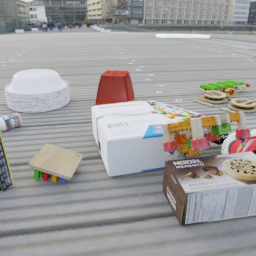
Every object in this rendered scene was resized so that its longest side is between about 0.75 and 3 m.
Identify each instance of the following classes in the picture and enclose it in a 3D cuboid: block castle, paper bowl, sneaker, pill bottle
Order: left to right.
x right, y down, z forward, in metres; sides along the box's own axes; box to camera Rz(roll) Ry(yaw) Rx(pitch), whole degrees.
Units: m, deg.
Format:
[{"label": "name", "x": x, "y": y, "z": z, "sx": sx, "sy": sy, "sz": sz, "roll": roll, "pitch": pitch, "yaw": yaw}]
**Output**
[{"label": "pill bottle", "x": -4.693, "y": -0.209, "z": 10.885, "sx": 0.542, "sy": 0.542, "sz": 0.952, "roll": 21, "pitch": 32, "yaw": 38}, {"label": "paper bowl", "x": -4.345, "y": -1.913, "z": 13.503, "sx": 2.954, "sy": 1.536, "sz": 2.954, "roll": 1, "pitch": 24, "yaw": -1}, {"label": "block castle", "x": 1.896, "y": 0.199, "z": 6.863, "sx": 1.995, "sy": 0.936, "sz": 1.333, "roll": -9, "pitch": -1, "yaw": -36}, {"label": "sneaker", "x": 4.359, "y": 0.642, "z": 8.642, "sx": 2.963, "sy": 1.141, "sz": 1.258, "roll": -16, "pitch": 38, "yaw": -14}]

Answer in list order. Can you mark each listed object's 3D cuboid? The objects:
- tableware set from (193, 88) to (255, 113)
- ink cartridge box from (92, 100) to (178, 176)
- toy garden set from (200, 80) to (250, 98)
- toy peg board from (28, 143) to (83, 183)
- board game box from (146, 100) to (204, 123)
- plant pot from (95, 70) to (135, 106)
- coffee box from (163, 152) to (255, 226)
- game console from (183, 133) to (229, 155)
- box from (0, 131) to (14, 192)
[{"label": "tableware set", "x": 4.851, "y": -1.418, "z": 13.527, "sx": 1.900, "sy": 0.576, "sz": 2.875, "roll": -19, "pitch": 30, "yaw": -35}, {"label": "ink cartridge box", "x": 0.077, "y": 0.182, "z": 9.145, "sx": 2.111, "sy": 1.229, "sz": 2.919, "roll": -6, "pitch": 25, "yaw": -14}, {"label": "toy garden set", "x": 5.454, "y": -2.117, "z": 15.218, "sx": 2.366, "sy": 0.472, "sz": 1.973, "roll": -12, "pitch": 22, "yaw": -28}, {"label": "toy peg board", "x": -2.067, "y": 1.123, "z": 8.076, "sx": 1.187, "sy": 0.583, "sz": 1.192, "roll": 18, "pitch": 27, "yaw": 1}, {"label": "board game box", "x": 1.411, "y": -0.442, "z": 11.445, "sx": 2.813, "sy": 0.487, "sz": 1.776, "roll": 21, "pitch": 32, "yaw": 39}, {"label": "plant pot", "x": -0.616, "y": -1.982, "z": 13.704, "sx": 1.674, "sy": 1.477, "sz": 1.676, "roll": 4, "pitch": 25, "yaw": 10}, {"label": "coffee box", "x": 2.205, "y": 1.394, "z": 6.765, "sx": 2.426, "sy": 0.968, "sz": 1.371, "roll": -4, "pitch": 24, "yaw": -9}, {"label": "game console", "x": 2.485, "y": 0.468, "z": 9.141, "sx": 1.660, "sy": 0.200, "sz": 0.979, "roll": -21, "pitch": 14, "yaw": -8}, {"label": "box", "x": -3.779, "y": 0.698, "z": 7.377, "sx": 1.396, "sy": 1.749, "sz": 0.431, "roll": 12, "pitch": 29, "yaw": 26}]
